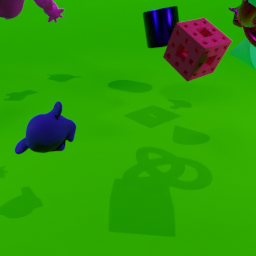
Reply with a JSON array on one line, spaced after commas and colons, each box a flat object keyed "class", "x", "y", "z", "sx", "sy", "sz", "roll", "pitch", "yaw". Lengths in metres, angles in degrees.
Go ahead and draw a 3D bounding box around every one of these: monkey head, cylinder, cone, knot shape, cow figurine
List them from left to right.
[{"class": "cow figurine", "x": -1.356, "y": -1.852, "z": 3.532, "sx": 1.048, "sy": 1.065, "sz": 0.585, "roll": -5, "pitch": 46, "yaw": -37}, {"class": "cow figurine", "x": -2.325, "y": -3.570, "z": 8.050, "sx": 0.627, "sy": 1.124, "sz": 1.143, "roll": -39, "pitch": 27, "yaw": 1}, {"class": "monkey head", "x": -1.178, "y": -0.021, "z": 4.080, "sx": 0.643, "sy": 1.067, "sz": 0.768, "roll": 23, "pitch": 32, "yaw": -50}, {"class": "cylinder", "x": 1.152, "y": -3.392, "z": 9.462, "sx": 1.174, "sy": 1.174, "sz": 1.174, "roll": -9, "pitch": 20, "yaw": 3}, {"class": "monkey head", "x": 3.091, "y": -3.071, "z": 7.420, "sx": 1.032, "sy": 0.622, "sz": 0.742, "roll": 13, "pitch": -2, "yaw": 38}, {"class": "cone", "x": 2.603, "y": -1.691, "z": 6.180, "sx": 0.972, "sy": 0.972, "sz": 0.975, "roll": -15, "pitch": 15, "yaw": -25}, {"class": "knot shape", "x": 2.288, "y": -1.668, "z": 4.221, "sx": 1.740, "sy": 0.804, "sz": 1.629, "roll": 22, "pitch": 11, "yaw": -23}]

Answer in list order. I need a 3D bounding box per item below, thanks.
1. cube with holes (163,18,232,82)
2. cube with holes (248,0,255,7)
[{"class": "cube with holes", "x": 1.744, "y": -2.019, "z": 7.192, "sx": 1.032, "sy": 1.032, "sz": 1.032, "roll": -22, "pitch": 61, "yaw": -30}, {"class": "cube with holes", "x": 2.074, "y": -1.576, "z": 2.718, "sx": 0.997, "sy": 0.997, "sz": 0.997, "roll": 27, "pitch": -1, "yaw": -13}]
